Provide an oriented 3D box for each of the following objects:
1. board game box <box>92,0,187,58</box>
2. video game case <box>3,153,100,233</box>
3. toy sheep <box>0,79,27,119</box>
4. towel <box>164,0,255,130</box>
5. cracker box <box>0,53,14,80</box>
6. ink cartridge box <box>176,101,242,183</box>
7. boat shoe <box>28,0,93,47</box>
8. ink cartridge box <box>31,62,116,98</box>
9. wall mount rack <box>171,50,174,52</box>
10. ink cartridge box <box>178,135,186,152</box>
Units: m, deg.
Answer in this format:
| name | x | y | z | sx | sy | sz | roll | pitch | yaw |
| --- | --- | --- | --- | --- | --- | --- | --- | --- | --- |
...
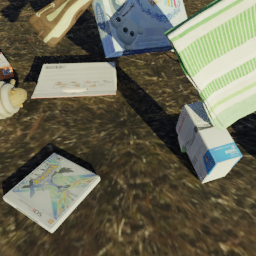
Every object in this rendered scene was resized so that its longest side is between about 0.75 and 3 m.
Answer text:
| name | x | y | z | sx | sy | sz | roll | pitch | yaw |
| --- | --- | --- | --- | --- | --- | --- | --- | --- | --- |
| board game box | 0.350 | -3.655 | 8.081 | 2.942 | 2.927 | 0.638 | -15 | 3 | -33 |
| video game case | -1.753 | 1.411 | 6.578 | 1.524 | 0.184 | 1.672 | 22 | 45 | 24 |
| toy sheep | -3.997 | -0.861 | 8.525 | 1.875 | 1.293 | 1.293 | -13 | 40 | 6 |
| towel | 2.078 | -1.209 | 5.155 | 1.992 | 2.611 | 0.305 | -31 | 38 | 15 |
| cracker box | -5.176 | -2.354 | 10.840 | 1.021 | 0.440 | 1.525 | -24 | 45 | -26 |
| ink cartridge box | 1.854 | 0.317 | 6.741 | 0.678 | 1.175 | 1.619 | -15 | 60 | -11 |
| boat shoe | -1.309 | -2.955 | 6.288 | 0.870 | 0.872 | 2.357 | -6 | 48 | 57 |
| ink cartridge box | -1.739 | -1.500 | 9.695 | 2.675 | 0.598 | 2.356 | -2 | 39 | -2 |
| wall mount rack | 2.927 | -3.313 | 11.688 | 1.917 | 0.823 | 2.206 | -13 | 43 | -15 |
| ink cartridge box | 1.958 | 0.336 | 7.717 | 1.045 | 0.352 | 0.612 | -2 | 42 | -1 |
